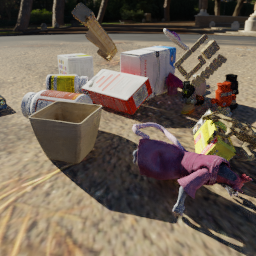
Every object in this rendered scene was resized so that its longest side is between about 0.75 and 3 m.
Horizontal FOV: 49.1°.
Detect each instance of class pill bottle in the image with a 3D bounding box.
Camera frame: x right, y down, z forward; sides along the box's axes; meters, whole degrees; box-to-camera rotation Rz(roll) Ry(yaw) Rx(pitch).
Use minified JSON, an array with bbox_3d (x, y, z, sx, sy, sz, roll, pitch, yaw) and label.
[{"bbox_3d":[-2.496,-0.643,9.796,2.326,1.305,1.305,10,25,21],"label":"pill bottle"},{"bbox_3d":[-2.846,-2.001,13.290,1.863,1.065,1.065,-1,23,-2],"label":"pill bottle"}]

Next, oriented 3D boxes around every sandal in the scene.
[{"bbox_3d":[2.084,-3.805,11.897,1.420,0.349,0.578,35,4,-21],"label":"sandal"}]

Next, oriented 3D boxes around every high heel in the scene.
[{"bbox_3d":[2.864,-2.324,13.950,2.331,1.121,0.786,-18,29,-36],"label":"high heel"}]

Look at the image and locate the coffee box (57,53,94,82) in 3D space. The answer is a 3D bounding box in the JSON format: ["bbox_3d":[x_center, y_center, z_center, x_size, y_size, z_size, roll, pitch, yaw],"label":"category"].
[{"bbox_3d":[-2.944,-3.336,15.808,1.508,1.506,1.492,-16,28,-32],"label":"coffee box"}]

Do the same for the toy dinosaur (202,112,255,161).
[{"bbox_3d":[3.049,0.252,6.905,2.914,0.848,1.474,39,29,27],"label":"toy dinosaur"}]

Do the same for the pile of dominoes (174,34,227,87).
[{"bbox_3d":[2.254,-2.064,8.757,1.476,1.150,0.235,-44,19,0],"label":"pile of dominoes"}]

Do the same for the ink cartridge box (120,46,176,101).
[{"bbox_3d":[1.005,-2.682,13.484,1.254,2.152,2.977,18,29,36],"label":"ink cartridge box"}]

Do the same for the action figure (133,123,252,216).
[{"bbox_3d":[1.443,0.776,6.063,1.668,1.854,2.489,-14,12,-42],"label":"action figure"}]

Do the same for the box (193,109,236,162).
[{"bbox_3d":[2.359,0.318,7.922,0.599,0.899,2.389,33,26,-5],"label":"box"}]

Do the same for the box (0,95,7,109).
[{"bbox_3d":[-6.419,-1.208,12.232,1.537,0.424,2.251,-17,29,-34],"label":"box"}]

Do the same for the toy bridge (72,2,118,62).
[{"bbox_3d":[-0.726,-2.366,7.624,0.897,0.363,2.669,40,0,10],"label":"toy bridge"}]

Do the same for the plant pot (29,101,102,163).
[{"bbox_3d":[-1.679,0.135,7.950,1.511,1.337,1.509,8,24,15],"label":"plant pot"}]

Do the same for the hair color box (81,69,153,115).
[{"bbox_3d":[-0.496,-1.617,12.019,2.710,0.866,1.503,20,57,37],"label":"hair color box"}]

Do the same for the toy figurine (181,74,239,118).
[{"bbox_3d":[3.294,-1.260,11.227,2.111,1.492,2.144,6,25,28],"label":"toy figurine"}]
